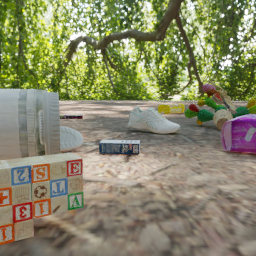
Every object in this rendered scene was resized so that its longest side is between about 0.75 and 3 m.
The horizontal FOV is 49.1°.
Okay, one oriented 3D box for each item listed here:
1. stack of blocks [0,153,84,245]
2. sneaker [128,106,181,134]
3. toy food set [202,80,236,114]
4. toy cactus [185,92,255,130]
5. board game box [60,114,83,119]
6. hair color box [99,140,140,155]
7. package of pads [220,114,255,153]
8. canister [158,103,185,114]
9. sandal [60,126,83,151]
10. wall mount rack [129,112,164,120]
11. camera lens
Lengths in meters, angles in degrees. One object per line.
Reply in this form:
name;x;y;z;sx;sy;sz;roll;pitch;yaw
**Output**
stack of blocks;-0.964;0.612;2.471;1.112;0.640;0.326;-5;8;-33
sneaker;0.813;-0.248;8.869;1.792;0.718;0.630;13;12;27
toy food set;2.521;-0.890;7.934;0.979;0.242;1.540;33;28;-3
toy cactus;3.519;-0.604;10.263;2.851;1.458;2.353;8;20;14
board game box;-2.898;-0.562;13.846;1.305;0.211;0.783;-1;11;-9
hair color box;-0.163;0.396;5.795;0.814;0.246;0.407;1;7;5
package of pads;2.939;0.093;6.351;1.139;0.715;1.890;2;7;35
canister;2.643;-1.189;17.210;1.399;0.605;1.039;-8;10;-40
sandal;-1.717;0.294;6.012;1.488;0.606;0.366;-2;-33;-15
wall mount rack;0.734;-0.417;11.329;1.173;0.503;1.350;6;10;39
camera lens;-2.016;-0.019;4.822;1.626;1.301;1.301;-2;7;-15
